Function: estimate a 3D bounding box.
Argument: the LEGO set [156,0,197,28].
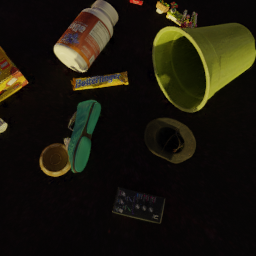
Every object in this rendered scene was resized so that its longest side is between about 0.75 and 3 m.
[{"bbox_3d":[1.996,-4.171,10.726,1.197,0.968,2.602,-12,69,-8],"label":"LEGO set"}]

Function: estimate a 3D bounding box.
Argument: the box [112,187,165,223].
[{"bbox_3d":[0.330,2.425,8.760,1.482,0.906,0.786,12,74,5],"label":"box"}]

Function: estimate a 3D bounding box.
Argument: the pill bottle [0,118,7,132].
[{"bbox_3d":[-4.688,-0.198,9.830,0.791,0.447,0.447,29,75,9],"label":"pill bottle"}]

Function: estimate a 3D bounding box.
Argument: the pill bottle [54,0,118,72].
[{"bbox_3d":[-1.463,-3.424,10.336,1.412,1.412,2.517,30,75,9],"label":"pill bottle"}]

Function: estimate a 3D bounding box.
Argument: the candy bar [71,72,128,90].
[{"bbox_3d":[-1.057,-1.737,10.429,2.131,0.236,0.531,-7,72,-3],"label":"candy bar"}]

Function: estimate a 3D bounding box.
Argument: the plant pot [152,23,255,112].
[{"bbox_3d":[2.728,-2.343,9.544,2.708,2.851,2.851,-25,74,-21],"label":"plant pot"}]

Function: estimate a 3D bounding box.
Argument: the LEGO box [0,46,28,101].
[{"bbox_3d":[-5.202,-1.760,10.060,2.404,0.928,1.790,-37,76,-11],"label":"LEGO box"}]

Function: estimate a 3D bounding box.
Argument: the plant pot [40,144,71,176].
[{"bbox_3d":[-2.471,1.069,9.587,1.143,0.157,1.143,0,72,0],"label":"plant pot"}]

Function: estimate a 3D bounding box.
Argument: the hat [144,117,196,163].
[{"bbox_3d":[1.475,0.277,9.423,1.766,1.766,0.712,32,38,9],"label":"hat"}]

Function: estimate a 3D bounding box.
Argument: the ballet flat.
[{"bbox_3d":[-1.663,0.246,9.579,0.912,0.872,2.590,5,71,25],"label":"ballet flat"}]

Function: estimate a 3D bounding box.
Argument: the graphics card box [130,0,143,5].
[{"bbox_3d":[0.446,-5.563,11.636,0.529,0.214,0.843,17,72,6],"label":"graphics card box"}]
